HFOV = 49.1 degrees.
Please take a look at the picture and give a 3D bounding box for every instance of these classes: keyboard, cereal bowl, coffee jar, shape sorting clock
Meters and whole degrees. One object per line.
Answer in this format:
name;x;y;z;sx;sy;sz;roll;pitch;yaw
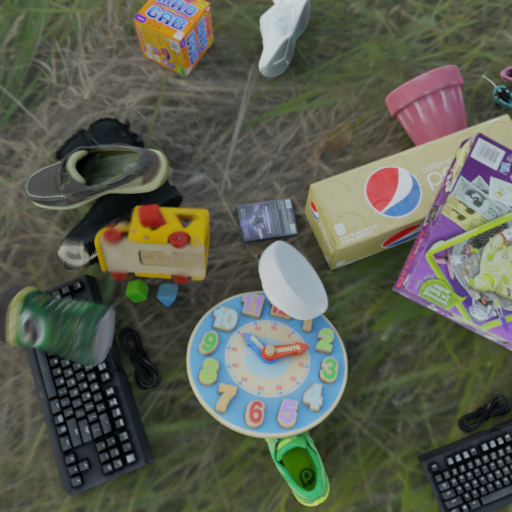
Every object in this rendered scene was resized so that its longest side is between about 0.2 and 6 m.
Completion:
keyboard;4.369;3.449;9.968;2.904;0.373;1.744;-19;72;-7
cereal bowl;0.592;0.536;10.327;0.653;1.567;1.567;-38;72;24
keyboard;-2.984;2.170;10.356;2.245;0.480;3.739;-21;73;-7
coffee jar;-3.584;1.206;9.913;2.006;0.856;1.046;14;108;7
shape sorting clock;0.209;1.826;10.068;2.896;0.568;2.896;4;48;-4

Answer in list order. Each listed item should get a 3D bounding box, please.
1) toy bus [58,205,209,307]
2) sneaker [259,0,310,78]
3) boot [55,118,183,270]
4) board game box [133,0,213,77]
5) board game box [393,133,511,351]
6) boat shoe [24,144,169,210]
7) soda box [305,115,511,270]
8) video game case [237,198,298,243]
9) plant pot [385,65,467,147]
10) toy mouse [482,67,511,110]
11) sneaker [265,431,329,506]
toy bus;-1.923;-0.312;10.158;2.189;2.320;1.199;-29;40;31
sneaker;0.461;-4.964;12.700;0.923;0.810;2.303;17;66;15
boot;-3.169;-1.353;11.237;2.896;1.072;2.373;-36;77;-19
board game box;-1.795;-4.993;12.416;1.190;1.191;1.191;29;73;9
board game box;5.414;0.379;10.004;5.182;0.837;3.110;27;80;-4
boat shoe;-3.133;-1.572;10.378;2.984;0.981;1.066;-6;74;17
soda box;3.203;-1.232;11.039;4.254;1.362;1.441;-20;72;-6
video game case;0.226;-0.726;11.531;1.150;0.109;0.821;-9;71;-2
plant pot;3.665;-2.950;11.649;1.554;1.554;1.391;-20;87;-7
toy mouse;5.655;-3.721;12.454;1.376;0.300;1.548;16;71;5
sneaker;0.553;3.121;9.709;0.878;0.991;2.370;-30;68;-11
